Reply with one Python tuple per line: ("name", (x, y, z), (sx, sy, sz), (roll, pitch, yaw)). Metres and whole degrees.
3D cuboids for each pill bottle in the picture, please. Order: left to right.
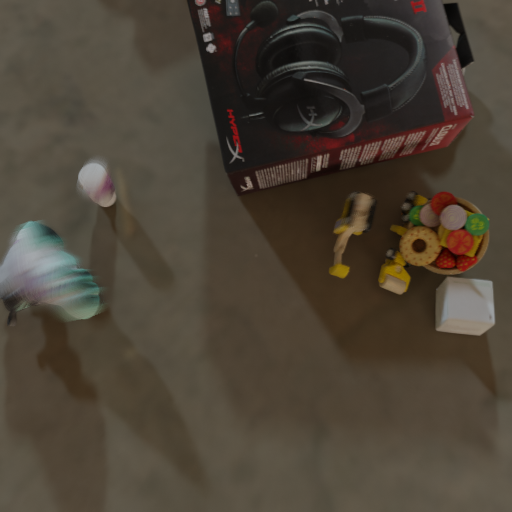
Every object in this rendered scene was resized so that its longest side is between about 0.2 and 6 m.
("pill bottle", (-2.400, -1.054, 8.576), (0.412, 0.733, 0.412), (-1, 68, 3))

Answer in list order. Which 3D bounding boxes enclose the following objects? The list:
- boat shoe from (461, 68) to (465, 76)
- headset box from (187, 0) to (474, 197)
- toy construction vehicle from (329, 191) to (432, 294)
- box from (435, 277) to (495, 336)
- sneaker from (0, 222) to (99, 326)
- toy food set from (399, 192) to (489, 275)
("boat shoe", (2.571, -3.188, 9.355), (1.886, 0.667, 0.856), (24, 67, -4))
("headset box", (1.193, -2.810, 8.382), (3.872, 1.495, 2.881), (-12, 83, 4))
("toy construction vehicle", (1.842, -0.292, 8.401), (1.372, 0.555, 1.576), (18, 78, -17))
("box", (2.972, 0.725, 8.018), (0.663, 0.571, 0.666), (6, 67, 3))
("sneaker", (-3.002, 0.548, 7.758), (1.323, 0.735, 1.892), (-50, 54, 7))
("toy food set", (2.652, -0.300, 7.854), (1.147, 0.279, 1.135), (24, 108, 24))
